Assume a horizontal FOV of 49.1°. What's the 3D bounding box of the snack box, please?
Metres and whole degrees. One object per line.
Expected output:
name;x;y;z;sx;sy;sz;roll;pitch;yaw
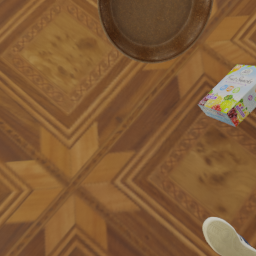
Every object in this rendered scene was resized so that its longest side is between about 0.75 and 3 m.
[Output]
snack box;2.625;-0.834;6.762;1.484;1.251;0.502;-44;112;-2

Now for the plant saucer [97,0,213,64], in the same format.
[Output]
plant saucer;0.517;-2.417;5.394;2.272;0.416;2.272;-6;119;-11

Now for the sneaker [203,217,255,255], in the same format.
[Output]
sneaker;1.794;2.059;5.172;0.529;0.596;1.411;-46;106;-2
